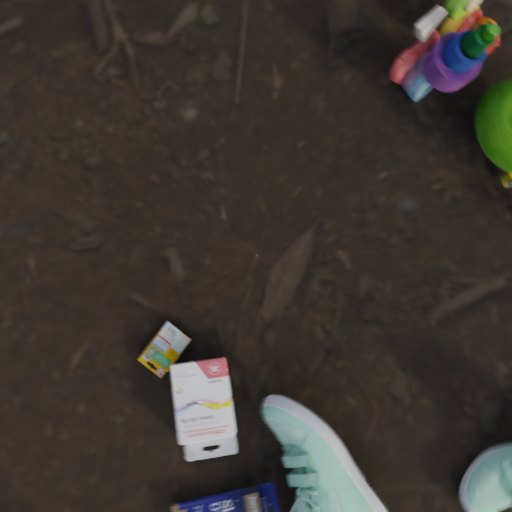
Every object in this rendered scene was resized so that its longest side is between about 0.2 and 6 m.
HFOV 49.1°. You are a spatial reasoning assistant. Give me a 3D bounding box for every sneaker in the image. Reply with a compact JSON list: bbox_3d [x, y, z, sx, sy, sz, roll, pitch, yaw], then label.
[{"bbox_3d":[3.788,2.960,7.620,1.995,1.177,0.734,-27,81,-4],"label":"sneaker"},{"bbox_3d":[0.611,3.145,7.530,1.431,0.893,2.426,-35,83,-28],"label":"sneaker"}]

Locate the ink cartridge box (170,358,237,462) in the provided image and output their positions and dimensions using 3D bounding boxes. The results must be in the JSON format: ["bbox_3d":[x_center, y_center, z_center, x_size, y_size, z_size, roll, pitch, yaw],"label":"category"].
[{"bbox_3d":[-0.743,2.235,8.126,0.814,0.472,1.398,-9,79,-2],"label":"ink cartridge box"}]

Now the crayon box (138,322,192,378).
[{"bbox_3d":[-1.370,1.415,8.436,0.454,0.186,0.722,37,80,7],"label":"crayon box"}]

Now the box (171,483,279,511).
[{"bbox_3d":[-0.383,3.822,7.905,1.487,0.241,0.901,-12,75,-4],"label":"box"}]

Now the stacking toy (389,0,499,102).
[{"bbox_3d":[3.080,-3.302,8.620,1.938,1.755,0.819,-43,82,-4],"label":"stacking toy"}]

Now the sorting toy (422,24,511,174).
[{"bbox_3d":[4.420,-1.860,8.033,4.313,1.485,1.495,38,79,-6],"label":"sorting toy"}]

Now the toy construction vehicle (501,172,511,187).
[{"bbox_3d":[4.369,-0.916,8.789,1.041,0.366,0.906,-4,70,-20],"label":"toy construction vehicle"}]
